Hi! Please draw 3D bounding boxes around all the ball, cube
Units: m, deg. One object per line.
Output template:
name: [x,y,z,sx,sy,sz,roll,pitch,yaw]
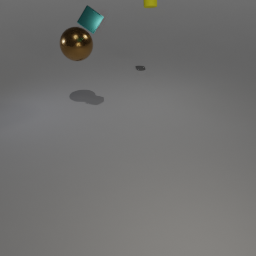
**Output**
ball: [-2.178,-3.544,11.851,1.400,1.400,1.400,0,31,0]
cube: [-1.376,-3.951,10.236,0.700,0.700,0.700,31,13,-17]

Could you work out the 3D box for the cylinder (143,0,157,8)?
cylinder: [1.145,-6.593,14.409,0.700,0.700,0.700,-3,15,1]
